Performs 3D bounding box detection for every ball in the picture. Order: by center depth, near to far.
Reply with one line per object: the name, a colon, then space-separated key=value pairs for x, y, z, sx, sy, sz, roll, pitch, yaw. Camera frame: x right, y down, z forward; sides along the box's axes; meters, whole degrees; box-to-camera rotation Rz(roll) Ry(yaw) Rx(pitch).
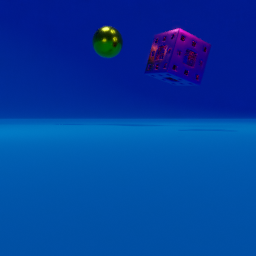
ball: x=-0.796 y=-3.361 z=10.978 sx=1.211 sy=1.211 sz=1.211 roll=0 pitch=2 yaw=0

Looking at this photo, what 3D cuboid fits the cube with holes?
cube with holes: x=1.645 y=-2.294 z=9.418 sx=1.385 sy=1.385 sz=1.385 roll=15 pitch=1 yaw=-29
